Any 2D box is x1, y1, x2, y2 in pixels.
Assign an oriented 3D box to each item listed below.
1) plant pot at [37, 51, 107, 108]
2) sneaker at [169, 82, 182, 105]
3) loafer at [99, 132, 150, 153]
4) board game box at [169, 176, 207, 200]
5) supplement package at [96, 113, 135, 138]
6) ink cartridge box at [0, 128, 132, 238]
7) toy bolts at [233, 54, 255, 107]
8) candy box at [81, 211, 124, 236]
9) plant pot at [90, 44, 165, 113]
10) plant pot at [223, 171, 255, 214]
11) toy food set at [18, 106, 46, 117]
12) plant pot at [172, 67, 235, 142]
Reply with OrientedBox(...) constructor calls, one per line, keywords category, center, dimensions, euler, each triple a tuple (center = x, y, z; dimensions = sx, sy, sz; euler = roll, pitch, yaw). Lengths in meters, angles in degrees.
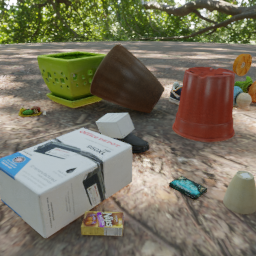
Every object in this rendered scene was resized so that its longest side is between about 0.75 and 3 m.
OrientedBox(category="plant pot", center=(-2.839, -2.639, 15.015), dimensions=(2.814, 2.554, 2.801), euler=(20, 30, 39))
OrientedBox(category="sneaker", center=(3.246, -1.645, 14.526), dimensions=(1.119, 1.132, 2.852), euler=(-15, 28, -36))
OrientedBox(category="loafer", center=(-0.202, 0.323, 10.113), dimensions=(2.193, 0.793, 0.798), euler=(14, 26, 31))
OrientedBox(category="board game box", center=(1.666, 1.645, 7.805), dimensions=(0.593, 0.124, 0.877), euler=(-20, 29, -38))
OrientedBox(category="supplement package", center=(-0.441, -0.090, 9.479), dimensions=(1.090, 0.637, 0.639), euler=(2, 32, 46))
OrientedBox(category="ink cartridge box", center=(-1.589, 1.179, 7.444), dimensions=(2.130, 1.241, 2.946), euler=(18, 29, 37))
OrientedBox(category="toy bolts", center=(6.189, -2.256, 14.675), dimensions=(2.753, 2.630, 1.910), euler=(-29, 38, -18))
OrientedBox(category="candy box", center=(-0.562, 2.164, 6.374), dimensions=(0.921, 0.260, 0.537), euler=(2, 21, 1))
OrientedBox(category="plant pot", center=(0.169, -2.070, 13.572), dimensions=(2.980, 2.785, 2.785), euler=(32, 28, 5))
OrientedBox(category="plant pot", center=(2.881, 1.552, 7.048), dimensions=(0.821, 0.876, 0.821), euler=(1, 22, 0))
OrientedBox(category="toy food set", center=(-4.629, -0.879, 13.526), dimensions=(1.307, 0.427, 0.769), euler=(-4, 23, -11))
OrientedBox(category="plant pot", center=(3.147, -1.086, 11.336), dimensions=(2.551, 2.481, 2.551), euler=(0, 22, 0))
